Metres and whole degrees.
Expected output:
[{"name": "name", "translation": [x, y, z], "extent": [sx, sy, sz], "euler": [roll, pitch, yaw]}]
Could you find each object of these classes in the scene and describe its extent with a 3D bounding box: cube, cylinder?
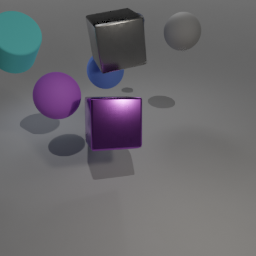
[{"name": "cube", "translation": [-0.458, -0.187, 8.049], "extent": [1.400, 1.400, 1.400], "euler": [-2, 8, -15]}, {"name": "cube", "translation": [-0.360, -2.655, 8.426], "extent": [1.400, 1.400, 1.400], "euler": [-15, 35, -11]}, {"name": "cylinder", "translation": [-3.483, -2.588, 8.624], "extent": [1.400, 1.400, 1.400], "euler": [-19, -4, -30]}]

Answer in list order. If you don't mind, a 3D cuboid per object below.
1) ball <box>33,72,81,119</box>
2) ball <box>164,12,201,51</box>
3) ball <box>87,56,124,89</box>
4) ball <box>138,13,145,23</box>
[{"name": "ball", "translation": [-2.102, -0.958, 8.335], "extent": [1.400, 1.400, 1.400], "euler": [0, 30, 0]}, {"name": "ball", "translation": [2.066, -3.665, 10.659], "extent": [1.400, 1.400, 1.400], "euler": [0, 30, 0]}, {"name": "ball", "translation": [-0.849, -2.177, 10.536], "extent": [1.400, 1.400, 1.400], "euler": [0, 30, 0]}, {"name": "ball", "translation": [0.356, -4.525, 11.913], "extent": [0.700, 0.700, 0.700], "euler": [0, 30, 0]}]
